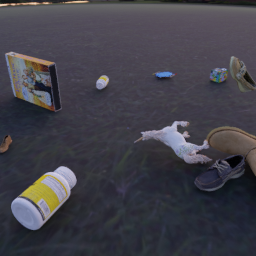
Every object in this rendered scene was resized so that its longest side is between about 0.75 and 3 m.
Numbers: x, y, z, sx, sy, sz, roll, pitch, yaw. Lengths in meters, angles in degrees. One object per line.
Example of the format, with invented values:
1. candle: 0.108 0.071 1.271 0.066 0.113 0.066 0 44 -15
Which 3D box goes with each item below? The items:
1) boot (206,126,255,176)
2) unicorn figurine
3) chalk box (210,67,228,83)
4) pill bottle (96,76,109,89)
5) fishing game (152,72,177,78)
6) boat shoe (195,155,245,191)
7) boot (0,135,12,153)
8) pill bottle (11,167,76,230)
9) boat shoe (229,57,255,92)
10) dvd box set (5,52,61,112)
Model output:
1. boot: 3.746 1.055 8.275 2.308 0.871 2.635 9 31 -6
2. unicorn figurine: 1.604 0.412 9.592 1.670 0.898 2.431 -14 30 -31
3. chalk box: 4.969 -2.916 15.527 0.991 0.614 0.618 -23 39 -32
4. pill bottle: -1.357 -2.374 14.696 0.510 0.510 0.916 5 30 9
5. fishing game: 2.090 -3.046 16.166 1.338 0.208 0.958 15 33 37
6. boat shoe: 2.750 1.244 8.370 1.891 0.693 0.704 -19 35 -29
7. boot: -4.387 0.557 9.918 0.315 0.323 0.856 2 32 -1
8. pill bottle: -2.104 1.745 7.317 0.920 0.920 1.652 15 33 23
9. boat shoe: 3.693 -1.716 8.984 0.498 1.584 0.578 -1 56 40
10. dvd box set: -4.291 -2.121 12.655 2.950 2.158 0.434 20 36 29
